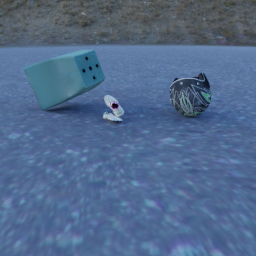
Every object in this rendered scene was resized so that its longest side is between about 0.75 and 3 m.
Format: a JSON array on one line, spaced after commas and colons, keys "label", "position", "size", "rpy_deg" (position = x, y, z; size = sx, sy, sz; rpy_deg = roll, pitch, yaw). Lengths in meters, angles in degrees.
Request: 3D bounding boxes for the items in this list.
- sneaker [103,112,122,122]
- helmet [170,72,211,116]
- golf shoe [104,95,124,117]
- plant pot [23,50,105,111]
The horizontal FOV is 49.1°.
[{"label": "sneaker", "position": [-0.509, -0.362, 9.359], "size": [0.771, 0.280, 0.277], "rpy_deg": [18, 0, 33]}, {"label": "helmet", "position": [2.167, -1.162, 9.758], "size": [1.555, 1.555, 1.482], "rpy_deg": [8, 37, 20]}, {"label": "golf shoe", "position": [-0.500, -0.831, 9.387], "size": [0.382, 0.465, 1.015], "rpy_deg": [-38, 59, -6]}, {"label": "plant pot", "position": [-2.156, -1.895, 10.197], "size": [2.419, 1.710, 1.709], "rpy_deg": [-9, 18, 41]}]
